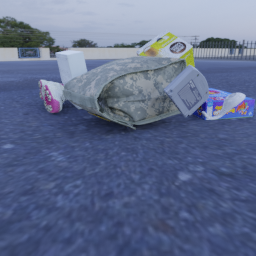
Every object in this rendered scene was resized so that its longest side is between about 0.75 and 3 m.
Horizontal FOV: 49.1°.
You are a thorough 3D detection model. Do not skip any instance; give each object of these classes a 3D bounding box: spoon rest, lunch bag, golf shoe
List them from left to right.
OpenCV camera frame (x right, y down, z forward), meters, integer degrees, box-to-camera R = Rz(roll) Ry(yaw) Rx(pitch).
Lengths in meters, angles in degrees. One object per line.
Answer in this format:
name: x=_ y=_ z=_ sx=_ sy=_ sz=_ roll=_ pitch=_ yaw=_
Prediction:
golf shoe: x=-2.545 y=-1.202 z=10.018 sx=1.056 sy=0.869 sz=2.307 roll=-5 pitch=28 yaw=-25
lunch bag: x=-0.152 y=-1.050 z=8.116 sx=2.991 sy=1.759 sz=2.453 roll=-18 pitch=22 yaw=-26
spoon rest: x=2.720 y=-0.600 z=7.884 sx=1.243 sy=0.377 sz=0.617 roll=-30 pitch=15 yaw=6

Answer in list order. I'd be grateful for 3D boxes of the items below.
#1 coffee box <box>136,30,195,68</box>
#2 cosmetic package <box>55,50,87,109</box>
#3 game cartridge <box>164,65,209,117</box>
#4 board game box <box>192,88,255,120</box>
coffee box: x=1.585 y=-2.629 z=11.414 sx=1.621 sy=1.623 sz=1.605 roll=-39 pitch=56 yaw=-8
cosmetic package: x=-2.123 y=-1.970 z=10.911 sx=0.671 sy=1.958 sz=2.597 roll=-18 pitch=22 yaw=-17
game cartridge: x=1.443 y=-0.857 z=6.602 sx=0.281 sy=0.914 sz=1.373 roll=55 pitch=9 yaw=36
board game box: x=2.849 y=-0.919 z=9.892 sx=1.744 sy=0.581 sz=2.595 roll=-4 pitch=17 yaw=-14
